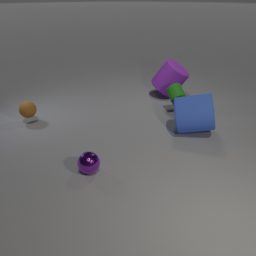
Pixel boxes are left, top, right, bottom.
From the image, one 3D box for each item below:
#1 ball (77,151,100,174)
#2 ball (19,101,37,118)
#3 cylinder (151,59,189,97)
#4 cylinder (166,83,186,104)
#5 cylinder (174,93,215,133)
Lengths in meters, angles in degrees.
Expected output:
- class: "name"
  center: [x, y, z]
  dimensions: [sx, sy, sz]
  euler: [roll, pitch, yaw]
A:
- class: "ball"
  center: [-1.221, 1.080, 8.710]
  dimensions: [0.700, 0.700, 0.700]
  euler: [0, 28, 0]
- class: "ball"
  center: [-4.161, -0.767, 11.629]
  dimensions: [0.700, 0.700, 0.700]
  euler: [0, 28, 0]
- class: "cylinder"
  center: [2.139, -2.541, 14.228]
  dimensions: [1.400, 1.400, 1.400]
  euler: [28, 31, -18]
- class: "cylinder"
  center: [2.160, -1.519, 12.504]
  dimensions: [0.700, 0.700, 0.700]
  euler: [-9, 60, -16]
- class: "cylinder"
  center: [2.547, -0.550, 10.736]
  dimensions: [1.400, 1.400, 1.400]
  euler: [-6, 26, 15]
